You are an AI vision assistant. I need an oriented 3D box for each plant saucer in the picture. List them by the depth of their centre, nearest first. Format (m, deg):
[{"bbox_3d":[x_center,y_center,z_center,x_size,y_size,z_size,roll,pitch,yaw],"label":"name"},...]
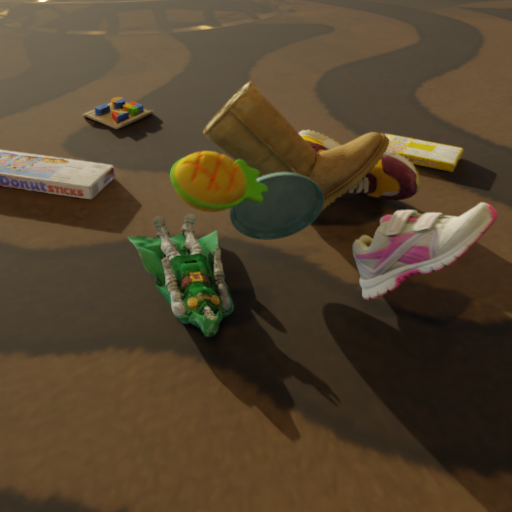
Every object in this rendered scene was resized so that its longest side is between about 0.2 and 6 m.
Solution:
[{"bbox_3d":[0.303,-0.777,8.554,1.459,1.459,0.200,-7,54,-9],"label":"plant saucer"}]

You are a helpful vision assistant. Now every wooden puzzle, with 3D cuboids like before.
[{"bbox_3d":[-3.491,-3.659,14.125,1.356,0.314,1.256,21,41,27],"label":"wooden puzzle"}]

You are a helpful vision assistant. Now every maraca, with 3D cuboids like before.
[{"bbox_3d":[-0.426,-0.870,6.564,1.195,0.639,0.820,-5,60,-32],"label":"maraca"}]

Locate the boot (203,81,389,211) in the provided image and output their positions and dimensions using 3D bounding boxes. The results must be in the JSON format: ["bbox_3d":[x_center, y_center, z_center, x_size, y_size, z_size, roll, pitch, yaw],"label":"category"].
[{"bbox_3d":[0.681,-1.967,9.387,2.440,2.136,0.807,41,21,-17],"label":"boot"}]

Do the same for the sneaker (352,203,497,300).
[{"bbox_3d":[2.128,-0.219,7.555,2.148,0.948,0.874,-31,-4,34],"label":"sneaker"}]

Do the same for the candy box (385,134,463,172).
[{"bbox_3d":[3.527,-2.269,12.244,1.749,0.231,0.894,17,41,23],"label":"candy box"}]

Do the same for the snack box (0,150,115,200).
[{"bbox_3d":[-4.323,-1.670,11.313,2.733,0.332,0.983,9,37,13],"label":"snack box"}]

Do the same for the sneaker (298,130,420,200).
[{"bbox_3d":[1.620,-1.464,10.608,2.814,1.055,1.268,21,54,31],"label":"sneaker"}]

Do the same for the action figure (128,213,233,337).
[{"bbox_3d":[-0.965,0.266,8.372,1.505,0.697,2.548,-9,40,-17],"label":"action figure"}]
